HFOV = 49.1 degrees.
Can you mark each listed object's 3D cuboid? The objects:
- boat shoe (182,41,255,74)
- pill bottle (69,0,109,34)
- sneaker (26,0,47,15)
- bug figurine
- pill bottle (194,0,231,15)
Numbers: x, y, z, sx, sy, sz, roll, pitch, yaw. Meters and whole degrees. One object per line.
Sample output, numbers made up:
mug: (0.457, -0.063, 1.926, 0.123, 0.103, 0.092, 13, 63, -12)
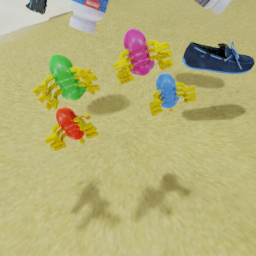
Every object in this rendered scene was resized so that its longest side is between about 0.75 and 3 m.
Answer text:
boat shoe: (2.401, -1.801, 7.116, 1.973, 0.677, 0.830, -3, 39, -18)
pill bottle: (-0.897, -3.164, 6.741, 0.894, 1.592, 0.894, 16, 21, -6)
sneaker: (-1.897, -2.990, 5.914, 0.422, 1.065, 0.401, 12, 16, -9)
bug figurine: (-0.240, -0.583, 4.563, 2.637, 2.045, 0.678, -19, 57, 0)
pill bottle: (2.170, -3.944, 7.863, 1.532, 0.867, 0.867, 33, 44, -7)
